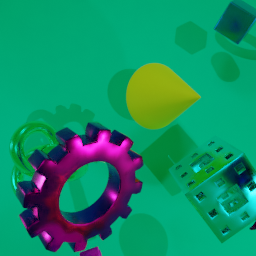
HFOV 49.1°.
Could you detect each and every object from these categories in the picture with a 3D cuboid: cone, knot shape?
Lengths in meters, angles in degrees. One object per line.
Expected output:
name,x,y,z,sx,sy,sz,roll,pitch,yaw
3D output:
cone,1.018,-0.671,6.041,1.580,1.586,1.580,-4,98,-27
knot shape,-1.637,0.755,5.917,1.602,0.791,1.711,8,98,-11

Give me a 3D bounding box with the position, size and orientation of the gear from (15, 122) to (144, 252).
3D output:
gear,-0.634,0.915,4.265,1.959,1.959,0.362,-50,40,-11

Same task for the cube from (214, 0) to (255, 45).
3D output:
cube,2.657,-2.592,6.783,0.719,0.719,0.719,37,43,10

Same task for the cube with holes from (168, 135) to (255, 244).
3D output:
cube with holes,1.934,1.232,6.008,1.354,1.354,1.354,-37,103,3

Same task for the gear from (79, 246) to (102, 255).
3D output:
gear,-0.383,2.735,4.311,0.306,1.654,1.654,-16,77,-9

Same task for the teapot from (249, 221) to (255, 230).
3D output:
teapot,2.551,1.337,4.485,0.936,1.506,0.737,37,55,-4
